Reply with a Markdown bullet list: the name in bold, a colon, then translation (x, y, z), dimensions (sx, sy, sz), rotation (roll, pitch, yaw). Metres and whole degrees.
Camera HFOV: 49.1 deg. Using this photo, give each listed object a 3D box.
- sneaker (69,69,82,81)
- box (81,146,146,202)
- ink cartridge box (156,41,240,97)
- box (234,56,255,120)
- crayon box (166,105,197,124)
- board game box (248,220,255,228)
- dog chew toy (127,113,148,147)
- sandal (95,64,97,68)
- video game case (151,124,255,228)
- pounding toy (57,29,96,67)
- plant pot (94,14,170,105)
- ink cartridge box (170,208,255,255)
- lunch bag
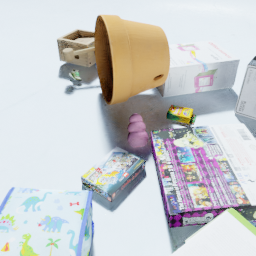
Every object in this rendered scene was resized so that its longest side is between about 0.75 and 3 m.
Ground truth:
- **sneaker**: translation (-1.953, -2.009, 10.534), dimensions (0.297, 0.342, 0.772), rotation (7, 23, -49)
- **box**: translation (-0.324, 1.051, 6.690), dimensions (0.919, 0.254, 1.346), rotation (25, 44, 28)
- **ink cartridge box**: translation (2.262, -2.227, 10.201), dimensions (2.756, 1.167, 1.992), rotation (-8, 38, -13)
- **box**: translation (4.781, -0.839, 7.999), dimensions (2.925, 1.706, 0.880), rotation (22, 40, 28)
- **crayon box**: translation (1.668, -0.425, 8.650), dimensions (0.854, 0.217, 0.542), rotation (13, 40, 16)
- **board game box**: translation (2.873, 1.829, 5.706), dimensions (0.927, 0.224, 1.225), rotation (32, 48, 34)
- **dog chew toy**: translation (0.236, 0.054, 7.490), dimensions (0.562, 0.903, 0.562), rotation (-7, -7, -1)
- **sandal**: translation (-0.836, -2.748, 11.398), dimensions (0.674, 0.616, 1.549), rotation (-13, 20, 30)
- **video game case**: translation (1.948, 0.902, 6.457), dimensions (2.556, 0.505, 2.820), rotation (-5, 34, -2)
- **pounding toy**: translation (-1.800, -2.980, 11.241), dimensions (2.091, 1.089, 2.380), rotation (16, 40, 20)
- **plant pot**: translation (0.116, -2.209, 8.898), dimensions (1.908, 2.726, 2.726), rotation (-9, 39, -13)
- **ink cartridge box**: translation (1.379, 2.574, 4.203), dimensions (2.348, 0.889, 1.736), rotation (-24, 44, -26)
- **lunch bag**: translation (-1.457, 2.001, 4.693), dimensions (1.602, 1.201, 1.884), rotation (1, 28, 1)
